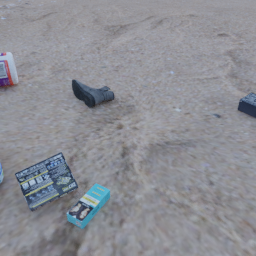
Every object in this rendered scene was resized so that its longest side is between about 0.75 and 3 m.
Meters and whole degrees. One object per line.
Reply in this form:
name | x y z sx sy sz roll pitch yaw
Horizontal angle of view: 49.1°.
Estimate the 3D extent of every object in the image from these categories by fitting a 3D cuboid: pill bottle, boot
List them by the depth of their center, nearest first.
boot | -1.365 -1.415 10.834 1.129 0.598 1.715 -21 51 -32
pill bottle | -5.779 -2.252 11.271 2.355 1.312 1.312 -11 37 -16

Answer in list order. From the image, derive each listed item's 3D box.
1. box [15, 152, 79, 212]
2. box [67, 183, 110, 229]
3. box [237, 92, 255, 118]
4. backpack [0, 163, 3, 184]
box | -1.916 1.254 6.645 1.198 0.294 0.965 -26 73 -17
box | -0.890 1.777 6.480 0.442 0.264 1.073 20 40 25
box | 4.469 -0.812 9.952 0.772 0.480 0.779 -26 43 -32
backpack | -3.886 0.962 6.985 1.379 1.300 1.690 -24 56 -36
